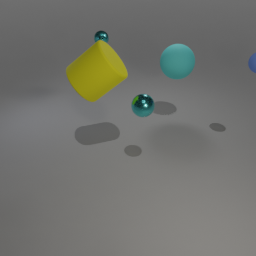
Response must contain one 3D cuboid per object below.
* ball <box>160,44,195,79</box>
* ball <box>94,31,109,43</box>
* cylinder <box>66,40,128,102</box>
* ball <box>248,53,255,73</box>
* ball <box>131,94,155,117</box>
[{"bbox_3d":[1.994,-2.671,11.318,1.400,1.400,1.400,0,30,0],"label":"ball"},{"bbox_3d":[-1.270,-4.285,13.374,0.700,0.700,0.700,0,30,0],"label":"ball"},{"bbox_3d":[-0.966,-1.762,8.792,1.400,1.400,1.400,-34,23,20],"label":"cylinder"},{"bbox_3d":[4.261,-2.113,9.038,0.700,0.700,0.700,0,30,0],"label":"ball"},{"bbox_3d":[0.445,-0.667,8.341,0.700,0.700,0.700,0,30,0],"label":"ball"}]
